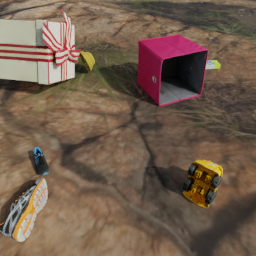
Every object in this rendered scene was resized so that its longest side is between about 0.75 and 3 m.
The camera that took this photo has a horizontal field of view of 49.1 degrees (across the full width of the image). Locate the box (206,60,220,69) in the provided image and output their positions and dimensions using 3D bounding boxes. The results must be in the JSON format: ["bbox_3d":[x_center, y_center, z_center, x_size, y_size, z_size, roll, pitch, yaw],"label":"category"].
[{"bbox_3d":[3.765,-2.973,13.172,0.968,0.231,0.590,-3,37,-5],"label":"box"}]

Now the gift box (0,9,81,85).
[{"bbox_3d":[-3.451,-3.201,10.955,2.590,2.774,2.559,8,23,11],"label":"gift box"}]

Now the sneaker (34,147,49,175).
[{"bbox_3d":[-2.494,0.942,7.911,0.355,0.397,0.970,-18,42,-23],"label":"sneaker"}]

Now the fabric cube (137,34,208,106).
[{"bbox_3d":[1.622,-2.320,10.908,1.976,1.938,1.970,-16,40,-18],"label":"fabric cube"}]

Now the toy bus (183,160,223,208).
[{"bbox_3d":[2.013,1.216,6.998,0.781,1.151,1.105,29,38,30],"label":"toy bus"}]

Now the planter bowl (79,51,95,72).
[{"bbox_3d":[-1.758,-3.048,12.455,0.418,1.004,1.004,-33,45,-10],"label":"planter bowl"}]

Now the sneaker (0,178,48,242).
[{"bbox_3d":[-2.409,1.822,6.594,0.628,0.636,1.626,4,38,13],"label":"sneaker"}]
